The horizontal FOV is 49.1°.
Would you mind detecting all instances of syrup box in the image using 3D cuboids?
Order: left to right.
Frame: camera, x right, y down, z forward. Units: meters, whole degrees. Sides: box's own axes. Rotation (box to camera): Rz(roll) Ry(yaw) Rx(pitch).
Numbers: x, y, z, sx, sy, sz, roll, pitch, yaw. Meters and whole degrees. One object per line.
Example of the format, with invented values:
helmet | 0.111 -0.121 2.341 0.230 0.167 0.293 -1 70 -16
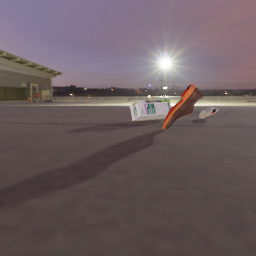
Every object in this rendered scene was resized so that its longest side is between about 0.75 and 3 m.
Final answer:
syrup box | 0.999 -0.766 11.981 1.718 0.676 0.699 -5 -13 -30

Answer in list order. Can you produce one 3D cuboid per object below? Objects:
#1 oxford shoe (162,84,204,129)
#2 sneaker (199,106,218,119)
oxford shoe | 1.553 -0.489 8.044 0.557 1.535 0.546 34 23 -6
sneaker | 3.719 -0.703 12.866 0.930 0.328 0.435 -29 16 1
